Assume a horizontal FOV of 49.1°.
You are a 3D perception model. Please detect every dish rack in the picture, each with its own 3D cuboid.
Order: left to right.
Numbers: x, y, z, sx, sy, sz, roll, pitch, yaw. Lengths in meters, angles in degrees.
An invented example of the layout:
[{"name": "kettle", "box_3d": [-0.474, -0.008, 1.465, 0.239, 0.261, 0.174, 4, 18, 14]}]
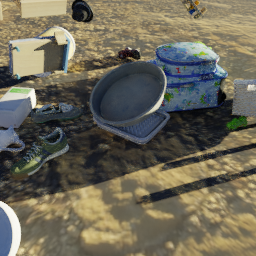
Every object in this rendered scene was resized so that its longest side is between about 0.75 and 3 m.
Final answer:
[{"name": "dish rack", "box_3d": [0.127, -0.218, 9.686, 2.218, 0.483, 1.904, 22, 40, 27]}]

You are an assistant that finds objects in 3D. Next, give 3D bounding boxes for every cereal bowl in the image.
[{"name": "cereal bowl", "box_3d": [-2.889, 2.237, 5.735, 1.572, 0.655, 1.572, -3, 75, 11]}]

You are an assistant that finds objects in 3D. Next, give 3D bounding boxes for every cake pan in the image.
[{"name": "cake pan", "box_3d": [0.020, -1.104, 9.275, 2.673, 0.490, 2.673, -13, 51, 17]}]

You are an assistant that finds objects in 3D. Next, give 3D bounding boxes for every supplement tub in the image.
[{"name": "supplement tub", "box_3d": [-3.732, -3.611, 13.280, 1.801, 1.801, 2.494, 6, 36, 9]}]

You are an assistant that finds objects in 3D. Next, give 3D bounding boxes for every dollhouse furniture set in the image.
[{"name": "dollhouse furniture set", "box_3d": [-3.139, -2.702, 7.925, 2.492, 2.640, 1.722, -20, 57, -32]}]

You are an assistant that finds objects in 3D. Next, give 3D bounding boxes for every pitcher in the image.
[{"name": "pitcher", "box_3d": [-3.932, 0.477, 8.572, 1.080, 0.763, 1.259, 36, 37, 27]}]

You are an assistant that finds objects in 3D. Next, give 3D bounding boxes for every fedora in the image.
[{"name": "fedora", "box_3d": [-1.871, -4.460, 10.907, 1.049, 1.049, 0.479, 18, 56, 23]}]

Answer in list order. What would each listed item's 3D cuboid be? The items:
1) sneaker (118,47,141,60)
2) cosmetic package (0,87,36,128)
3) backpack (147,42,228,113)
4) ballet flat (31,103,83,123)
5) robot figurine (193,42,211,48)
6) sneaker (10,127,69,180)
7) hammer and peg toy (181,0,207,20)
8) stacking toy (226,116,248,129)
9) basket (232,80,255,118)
[{"name": "sneaker", "box_3d": [-0.011, -3.797, 14.718, 0.874, 0.573, 1.514, -25, 32, -23]}, {"name": "cosmetic package", "box_3d": [-4.135, -0.778, 10.254, 0.925, 0.729, 1.720, 5, 34, 3]}, {"name": "backpack", "box_3d": [1.892, -1.982, 10.663, 2.991, 2.198, 2.737, -11, 34, -4]}, {"name": "ballet flat", "box_3d": [-2.557, -0.611, 10.133, 1.866, 0.594, 0.629, -11, 37, -15]}, {"name": "robot figurine", "box_3d": [2.817, -3.229, 13.131, 2.390, 1.383, 2.097, -23, 41, -29]}, {"name": "sneaker", "box_3d": [-2.601, 0.633, 8.151, 0.649, 0.870, 1.937, 28, 44, 33]}, {"name": "hammer and peg toy", "box_3d": [2.209, -4.556, 10.030, 0.522, 1.088, 1.480, -39, 37, 22]}, {"name": "stacking toy", "box_3d": [5.062, 0.060, 9.152, 2.825, 0.664, 2.130, -17, 29, -10]}, {"name": "basket", "box_3d": [4.610, -0.991, 9.551, 1.544, 1.241, 1.530, -4, 12, -37]}]
